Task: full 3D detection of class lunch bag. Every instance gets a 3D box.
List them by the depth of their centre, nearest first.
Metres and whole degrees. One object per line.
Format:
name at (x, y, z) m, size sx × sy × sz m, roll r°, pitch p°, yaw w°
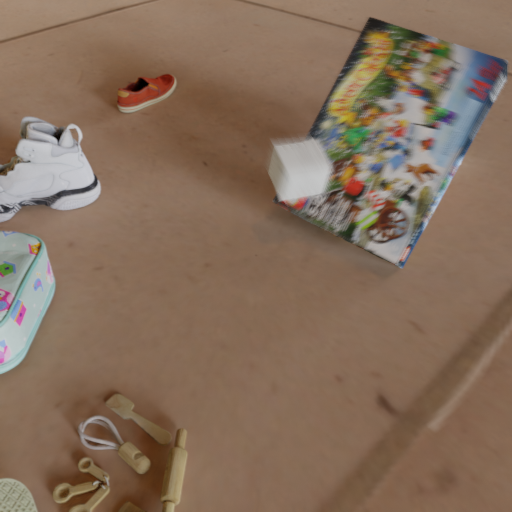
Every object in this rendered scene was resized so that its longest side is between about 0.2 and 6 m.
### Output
lunch bag at (-4.623, 0.689, 8.188) m, size 2.869 × 1.106 × 2.301 m, roll 1°, pitch 43°, yaw 1°

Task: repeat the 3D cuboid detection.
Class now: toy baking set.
toy baking set at (-1.573, 2.484, 6.770) m, size 1.508 × 0.229 × 1.965 m, roll 5°, pitch 41°, yaw 6°

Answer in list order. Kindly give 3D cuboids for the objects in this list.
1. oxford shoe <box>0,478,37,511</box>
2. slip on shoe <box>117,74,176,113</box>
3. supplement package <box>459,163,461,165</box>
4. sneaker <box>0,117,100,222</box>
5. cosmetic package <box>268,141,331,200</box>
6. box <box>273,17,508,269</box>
oxford shoe at (-2.420, 3.384, 5.450) m, size 0.679 × 0.885 × 2.353 m, roll -42°, pitch 52°, yaw 14°
slip on shoe at (-2.777, -4.304, 14.370) m, size 0.741 × 0.612 × 2.000 m, roll 23°, pitch 44°, yaw 27°
supplement package at (3.792, -2.337, 12.025) m, size 1.138 × 0.682 × 0.690 m, roll -9°, pitch 42°, yaw -10°
sneaker at (-4.493, -1.626, 10.443) m, size 2.882 × 1.656 × 1.083 m, roll -9°, pitch 42°, yaw -10°
cosmetic package at (0.682, -1.375, 8.981) m, size 0.763 × 0.629 × 0.629 m, roll -11°, pitch 56°, yaw -16°
box at (2.227, -1.960, 9.621) m, size 2.489 × 3.645 × 0.687 m, roll 29°, pitch 4°, yaw 23°
